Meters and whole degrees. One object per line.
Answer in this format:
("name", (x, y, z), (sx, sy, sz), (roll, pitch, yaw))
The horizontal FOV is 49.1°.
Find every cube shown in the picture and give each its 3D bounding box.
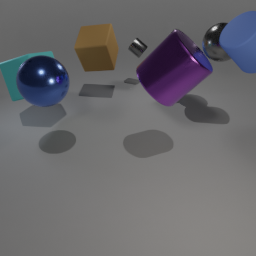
("cube", (-1.307, -3.435, 12.067), (1.400, 1.400, 1.400), (0, 57, 13))
("cube", (-3.503, -1.908, 10.274), (1.400, 1.400, 1.400), (-9, 15, 23))

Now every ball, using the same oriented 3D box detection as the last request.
("ball", (3.477, -3.169, 10.400), (1.400, 1.400, 1.400), (0, 32, 0))
("ball", (-2.315, -1.272, 7.679), (1.400, 1.400, 1.400), (0, 32, 0))

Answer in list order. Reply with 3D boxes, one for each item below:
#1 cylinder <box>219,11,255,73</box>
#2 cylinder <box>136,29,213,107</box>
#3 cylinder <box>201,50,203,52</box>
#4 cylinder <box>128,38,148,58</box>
("cylinder", (3.889, -2.697, 8.921), (1.400, 1.400, 1.400), (33, 16, -33))
("cylinder", (1.168, -1.500, 7.141), (1.400, 1.400, 1.400), (33, 33, -26))
("cylinder", (2.365, -2.950, 12.108), (1.400, 1.400, 1.400), (-14, 38, -21))
("cylinder", (0.477, -3.856, 13.487), (0.700, 0.700, 0.700), (38, 34, -7))
